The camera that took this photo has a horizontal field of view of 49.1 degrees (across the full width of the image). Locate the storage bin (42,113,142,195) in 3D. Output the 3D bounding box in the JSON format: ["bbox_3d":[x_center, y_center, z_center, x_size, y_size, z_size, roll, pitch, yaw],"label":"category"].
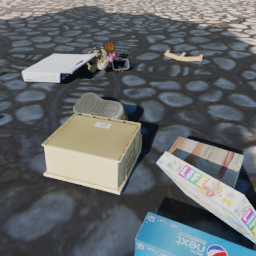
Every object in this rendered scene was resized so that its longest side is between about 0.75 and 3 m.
[{"bbox_3d":[-0.815,0.493,7.178,1.969,0.923,1.955,10,31,15],"label":"storage bin"}]

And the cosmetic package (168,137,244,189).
[{"bbox_3d":[1.841,0.897,6.824,1.641,0.716,0.848,17,36,23],"label":"cosmetic package"}]

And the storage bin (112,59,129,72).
[{"bbox_3d":[-0.369,-2.809,12.707,0.750,0.546,0.504,-9,7,-13],"label":"storage bin"}]

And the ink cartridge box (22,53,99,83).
[{"bbox_3d":[-2.820,-2.632,12.134,2.472,0.502,2.467,5,33,22],"label":"ink cartridge box"}]

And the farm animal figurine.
[{"bbox_3d":[-1.097,-3.035,12.752,1.477,0.920,1.829,-17,36,11],"label":"farm animal figurine"}]

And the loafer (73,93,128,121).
[{"bbox_3d":[-0.888,-0.462,8.954,2.429,0.846,0.913,24,72,47],"label":"loafer"}]

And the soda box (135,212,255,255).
[{"bbox_3d":[1.133,2.226,4.883,1.976,0.634,0.670,14,37,21],"label":"soda box"}]

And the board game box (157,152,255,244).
[{"bbox_3d":[1.545,1.272,5.351,0.340,1.335,1.986,-48,33,-8],"label":"board game box"}]

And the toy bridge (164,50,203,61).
[{"bbox_3d":[2.739,-3.567,14.000,1.934,0.263,0.650,13,36,19],"label":"toy bridge"}]
